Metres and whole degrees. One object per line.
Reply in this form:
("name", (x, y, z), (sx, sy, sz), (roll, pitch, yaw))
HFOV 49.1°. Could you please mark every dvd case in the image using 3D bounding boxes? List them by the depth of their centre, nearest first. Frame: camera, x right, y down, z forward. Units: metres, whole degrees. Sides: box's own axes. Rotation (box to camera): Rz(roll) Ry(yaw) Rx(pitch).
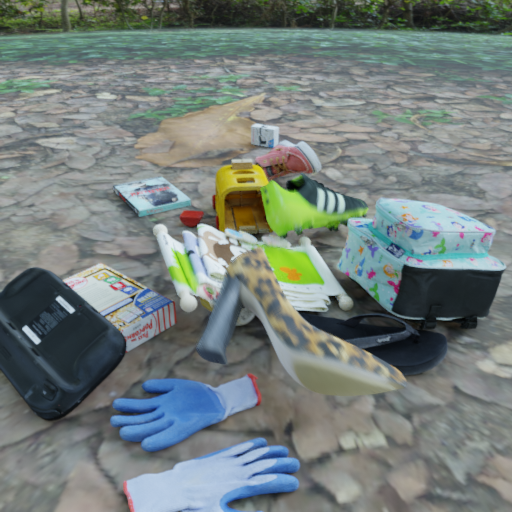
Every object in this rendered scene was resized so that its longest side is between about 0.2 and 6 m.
("dvd case", (-2.649, -1.524, 14.073), (1.364, 0.206, 1.868), (-16, 31, -27))

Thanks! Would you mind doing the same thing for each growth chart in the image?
("growth chart", (-0.053, 0.171, 9.715), (3.584, 0.318, 2.594), (5, 32, -32))

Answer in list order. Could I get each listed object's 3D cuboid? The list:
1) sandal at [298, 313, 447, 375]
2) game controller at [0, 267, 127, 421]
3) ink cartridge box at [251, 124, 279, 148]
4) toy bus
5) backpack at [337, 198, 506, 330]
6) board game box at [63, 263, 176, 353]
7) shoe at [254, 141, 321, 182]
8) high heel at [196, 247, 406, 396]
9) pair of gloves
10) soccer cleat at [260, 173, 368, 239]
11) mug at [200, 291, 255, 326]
("sandal", (1.615, 1.238, 8.581), (2.588, 0.554, 0.984), (6, 29, 10))
("game controller", (-3.158, 1.160, 8.330), (1.536, 0.620, 2.944), (-39, 47, -25))
("ink cartridge box", (0.272, -3.843, 17.935), (0.836, 0.606, 0.350), (15, 32, 25))
("toy bus", (-0.324, -1.486, 12.741), (2.631, 1.359, 2.482), (20, 33, 32))
("backpack", (2.662, -0.001, 9.631), (2.185, 1.853, 2.461), (1, 15, -26))
("board game box", (-2.579, 0.890, 9.311), (2.030, 0.470, 1.538), (23, 36, 36))
("shoe", (0.754, -2.348, 14.463), (1.097, 0.862, 2.412), (-34, 23, -6))
("high heel", (0.763, 0.791, 7.820), (2.808, 1.003, 2.002), (12, 51, 12))
("pair of gloves", (-0.679, 2.294, 6.923), (2.071, 0.294, 2.577), (-9, 29, -16))
("soccer cleat", (1.294, -1.105, 11.503), (2.965, 1.202, 1.001), (-9, -13, -46))
("mug", (-0.469, 0.781, 9.279), (0.969, 0.776, 0.796), (-17, 40, -37))
